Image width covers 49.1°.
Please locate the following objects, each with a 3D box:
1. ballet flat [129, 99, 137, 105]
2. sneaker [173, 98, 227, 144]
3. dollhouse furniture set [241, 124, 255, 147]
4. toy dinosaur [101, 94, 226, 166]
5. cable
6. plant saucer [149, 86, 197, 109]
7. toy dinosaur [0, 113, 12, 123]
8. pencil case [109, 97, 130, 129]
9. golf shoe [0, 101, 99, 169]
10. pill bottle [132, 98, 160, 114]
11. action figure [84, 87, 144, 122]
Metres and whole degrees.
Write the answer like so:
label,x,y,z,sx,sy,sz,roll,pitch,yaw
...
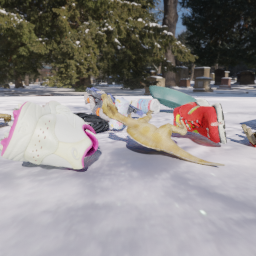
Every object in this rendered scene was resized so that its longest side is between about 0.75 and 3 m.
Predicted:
label,x,y,z,sx,sy,sz,roll,pitch,yaw
ballet flat,0.446,-1.304,16.045,0.728,0.673,2.158,-5,9,-31
sneaker,1.607,-0.116,6.624,1.019,0.924,2.400,-11,10,0
dollhouse furniture set,3.772,-0.116,5.643,2.426,0.987,1.306,-31,7,12
toy dinosaur,0.595,0.202,5.441,2.671,0.777,1.350,31,21,23
cable,-1.323,-0.099,8.503,1.558,0.485,1.909,6,11,-21
plant saucer,2.363,-1.372,14.346,2.915,0.524,2.915,20,-3,1
toy dinosaur,-4.524,-0.354,8.889,1.412,0.813,2.792,0,8,-8
pencil case,-0.255,-0.422,8.121,0.414,0.913,0.379,9,18,-21
golf shoe,-1.205,0.173,5.152,1.342,1.104,2.932,20,6,-5
pill bottle,0.900,-1.138,14.478,1.435,0.780,0.780,7,10,42
action figure,-0.752,-0.726,11.640,2.569,1.344,2.485,23,10,-15
